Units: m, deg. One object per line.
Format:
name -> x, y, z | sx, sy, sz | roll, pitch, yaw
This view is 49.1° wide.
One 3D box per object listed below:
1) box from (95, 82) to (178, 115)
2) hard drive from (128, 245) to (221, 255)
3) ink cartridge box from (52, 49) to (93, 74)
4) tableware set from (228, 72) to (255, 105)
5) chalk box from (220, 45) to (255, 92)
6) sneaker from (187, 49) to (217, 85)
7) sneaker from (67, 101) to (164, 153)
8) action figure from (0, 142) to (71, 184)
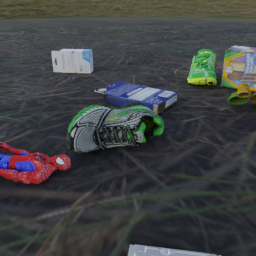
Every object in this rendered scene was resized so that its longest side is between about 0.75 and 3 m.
box -> 0.238, -1.009, 8.917 | 2.312, 0.375, 1.401 | 17, 30, 29
hard drive -> 0.537, 1.786, 3.242 | 1.170, 0.221, 0.817 | 3, 25, 9
ink cartridge box -> -2.418, -2.941, 12.290 | 1.674, 0.964, 0.568 | 3, 25, 5
tableware set -> 4.307, -0.955, 8.010 | 2.558, 1.723, 0.393 | 3, 70, 2
chalk box -> 4.712, -2.131, 10.159 | 2.218, 1.373, 1.380 | 16, 28, 28
sneaker -> 2.888, -2.424, 10.934 | 1.065, 1.202, 2.876 | 5, 26, 8
sneaker -> -0.209, -0.017, 6.173 | 2.453, 0.957, 1.045 | -18, 31, -34
action figure -> -2.370, 0.667, 5.187 | 2.594, 0.670, 0.849 | 1, 23, -4
